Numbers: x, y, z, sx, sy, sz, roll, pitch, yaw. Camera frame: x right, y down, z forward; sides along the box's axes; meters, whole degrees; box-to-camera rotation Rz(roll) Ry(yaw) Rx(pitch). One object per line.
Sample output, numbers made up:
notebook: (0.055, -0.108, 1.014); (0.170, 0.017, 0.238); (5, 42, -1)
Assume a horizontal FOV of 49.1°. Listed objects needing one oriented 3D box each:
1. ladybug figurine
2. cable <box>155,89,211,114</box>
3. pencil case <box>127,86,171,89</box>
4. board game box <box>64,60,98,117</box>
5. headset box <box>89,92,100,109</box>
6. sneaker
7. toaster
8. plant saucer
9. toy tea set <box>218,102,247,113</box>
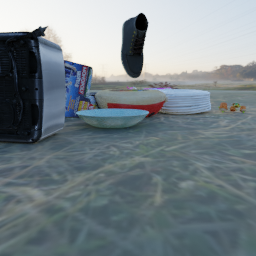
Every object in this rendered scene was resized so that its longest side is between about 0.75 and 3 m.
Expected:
ladybug figurine: (0.124, -0.966, 10.790); (2.796, 1.006, 1.898); (2, 12, 12)
cable: (2.298, -1.235, 12.494); (2.719, 0.941, 2.718); (-5, 12, -22)
pencil case: (1.141, -1.609, 14.585); (2.526, 1.116, 1.116); (4, 10, 9)
board game box: (-2.091, -1.302, 10.619); (2.331, 2.332, 0.719); (15, 12, 5)
headset box: (-1.310, -1.166, 12.601); (1.648, 0.855, 2.214); (-4, 9, -22)
sneaker: (0.195, -2.180, 7.505); (0.611, 1.633, 0.867); (-9, 7, -20)
toaster: (-2.725, -0.956, 6.492); (2.649, 2.395, 1.572); (2, 9, 10)
plant saucer: (-0.471, -0.295, 8.616); (2.227, 0.429, 2.227); (1, 9, 0)
toy tea set: (4.563, -0.810, 12.300); (1.174, 0.435, 0.698); (2, -20, 33)
